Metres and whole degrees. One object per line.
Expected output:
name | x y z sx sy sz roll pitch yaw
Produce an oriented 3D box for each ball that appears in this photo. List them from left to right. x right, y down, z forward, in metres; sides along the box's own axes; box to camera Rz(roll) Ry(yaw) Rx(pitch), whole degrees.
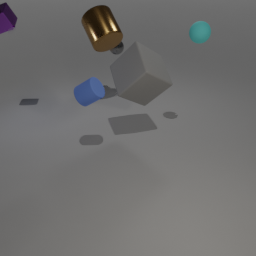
ball | -0.539 -3.791 13.099 0.700 0.700 0.700 0 29 0
ball | 2.361 -3.136 9.188 0.700 0.700 0.700 0 29 0

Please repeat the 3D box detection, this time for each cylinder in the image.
cylinder | -1.194 -1.118 8.676 0.700 0.700 0.700 -24 18 27
cylinder | -1.113 -4.262 12.089 1.400 1.400 1.400 -19 78 -30

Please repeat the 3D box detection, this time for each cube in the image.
cube | -4.615 -4.026 10.294 0.700 0.700 0.700 -15 52 12
cube | 0.439 -1.847 9.797 1.400 1.400 1.400 15 49 -44
